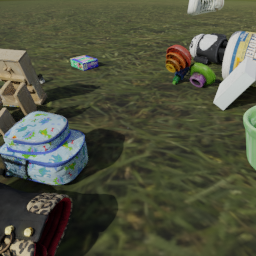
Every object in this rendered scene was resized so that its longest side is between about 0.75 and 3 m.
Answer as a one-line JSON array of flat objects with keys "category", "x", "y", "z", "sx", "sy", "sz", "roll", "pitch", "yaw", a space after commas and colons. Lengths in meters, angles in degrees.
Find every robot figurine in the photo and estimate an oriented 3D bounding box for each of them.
[{"category": "robot figurine", "x": 3.981, "y": -3.824, "z": 13.473, "sx": 2.052, "sy": 1.280, "sz": 1.542, "roll": 26, "pitch": 34, "yaw": 38}]

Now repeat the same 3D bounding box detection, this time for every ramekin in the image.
[{"category": "ramekin", "x": 3.751, "y": 0.290, "z": 6.206, "sx": 2.267, "sy": 1.107, "sz": 2.267, "roll": -6, "pitch": 24, "yaw": 3}]

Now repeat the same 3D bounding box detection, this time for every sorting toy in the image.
[{"category": "sorting toy", "x": 2.189, "y": -2.122, "z": 10.671, "sx": 0.902, "sy": 2.199, "sz": 1.321, "roll": -54, "pitch": 9, "yaw": -12}]

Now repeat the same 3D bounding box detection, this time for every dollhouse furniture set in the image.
[{"category": "dollhouse furniture set", "x": -3.846, "y": -0.730, "z": 8.315, "sx": 2.600, "sy": 1.842, "sz": 2.831, "roll": 8, "pitch": 52, "yaw": 15}]

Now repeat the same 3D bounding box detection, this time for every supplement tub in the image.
[{"category": "supplement tub", "x": 5.116, "y": -2.471, "z": 10.419, "sx": 2.715, "sy": 1.964, "sz": 1.964, "roll": 17, "pitch": 34, "yaw": 27}]

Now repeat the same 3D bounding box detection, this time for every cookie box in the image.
[{"category": "cookie box", "x": -2.033, "y": -3.035, "z": 13.008, "sx": 0.863, "sy": 0.379, "sz": 1.008, "roll": -27, "pitch": 39, "yaw": -36}]

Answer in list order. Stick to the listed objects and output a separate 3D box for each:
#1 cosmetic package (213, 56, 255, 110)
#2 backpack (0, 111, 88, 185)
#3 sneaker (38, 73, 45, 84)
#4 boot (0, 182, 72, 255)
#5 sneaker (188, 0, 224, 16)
[{"category": "cosmetic package", "x": 3.609, "y": -1.525, "z": 9.377, "sx": 0.472, "sy": 1.378, "sz": 1.828, "roll": 38, "pitch": 37, "yaw": 2}, {"category": "backpack", "x": -1.770, "y": 0.435, "z": 6.126, "sx": 1.643, "sy": 1.208, "sz": 1.504, "roll": 13, "pitch": 36, "yaw": 14}, {"category": "sneaker", "x": -3.800, "y": -1.931, "z": 11.032, "sx": 0.982, "sy": 0.430, "sz": 0.362, "roll": -14, "pitch": 32, "yaw": -22}, {"category": "boot", "x": -2.282, "y": 1.696, "z": 4.080, "sx": 2.152, "sy": 1.046, "sz": 2.858, "roll": 6, "pitch": 21, "yaw": 11}, {"category": "sneaker", "x": 2.496, "y": -3.972, "z": 8.720, "sx": 0.867, "sy": 0.746, "sz": 2.049, "roll": 19, "pitch": 40, "yaw": 23}]
